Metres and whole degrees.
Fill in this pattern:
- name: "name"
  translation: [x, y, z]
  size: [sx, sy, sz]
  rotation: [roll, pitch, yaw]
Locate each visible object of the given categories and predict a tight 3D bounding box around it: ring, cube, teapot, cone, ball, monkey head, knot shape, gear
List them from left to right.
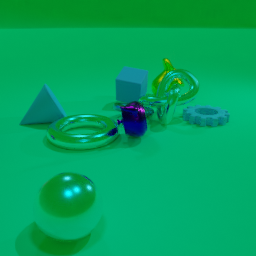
- name: "cone"
  translation: [-2.637, -0.430, 8.237]
  size: [1.278, 1.273, 1.273]
  rotation: [-31, 27, -5]
- name: "ball"
  translation: [-0.829, 1.091, 3.920]
  size: [0.948, 0.948, 0.948]
  rotation: [0, 22, 0]
- name: "ring"
  translation: [-1.163, 0.058, 7.321]
  size: [1.869, 0.374, 1.869]
  rotation: [0, 22, 0]
- name: "teapot"
  translation: [0.082, -0.226, 6.999]
  size: [0.728, 1.486, 0.924]
  rotation: [-10, 65, 0]
- name: "cube"
  translation: [0.137, -1.475, 9.766]
  size: [0.904, 0.904, 0.904]
  rotation: [13, 44, 13]
- name: "ring"
  translation: [0.170, -0.562, 8.515]
  size: [1.286, 0.257, 1.286]
  rotation: [10, 2, 0]
- name: "monkey head"
  translation: [1.345, -1.779, 10.473]
  size: [1.179, 1.407, 1.956]
  rotation: [-30, 19, 5]
- name: "knot shape"
  translation: [1.307, -1.031, 8.423]
  size: [1.746, 0.862, 1.866]
  rotation: [-42, 26, -3]
- name: "gear"
  translation: [2.394, -0.397, 8.640]
  size: [1.371, 0.253, 1.371]
  rotation: [0, 22, 0]
